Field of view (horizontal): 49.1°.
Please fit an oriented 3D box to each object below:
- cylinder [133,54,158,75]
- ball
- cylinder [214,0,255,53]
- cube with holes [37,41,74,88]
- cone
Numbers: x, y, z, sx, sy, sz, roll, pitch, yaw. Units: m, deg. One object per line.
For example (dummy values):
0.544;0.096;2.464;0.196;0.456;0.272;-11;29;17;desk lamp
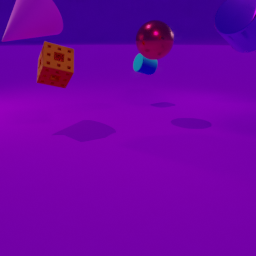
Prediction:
0.699;-2.560;11.314;0.726;0.726;0.726;9;12;-30;cylinder
0.833;-2.746;8.772;1.194;1.194;1.194;0;18;0;ball
2.632;-2.367;6.407;0.976;0.976;0.976;19;0;44;cylinder
-2.045;-1.751;7.893;0.829;0.829;0.829;8;-28;-26;cube with holes
-2.998;-2.935;7.990;1.597;1.597;1.603;15;57;39;cone
